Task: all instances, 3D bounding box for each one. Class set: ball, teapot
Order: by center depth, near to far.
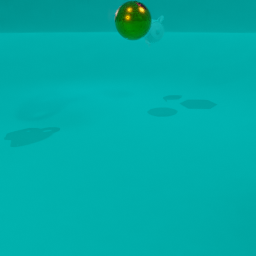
[{"bbox_3d":[0.128,-2.681,7.016,0.933,0.933,0.933,0,21,0],"label":"ball"},{"bbox_3d":[0.824,-3.048,8.902,0.745,1.198,0.587,30,-8,-27],"label":"teapot"}]
